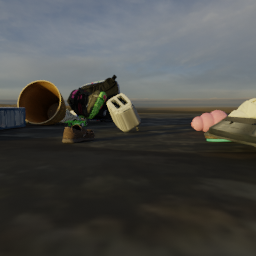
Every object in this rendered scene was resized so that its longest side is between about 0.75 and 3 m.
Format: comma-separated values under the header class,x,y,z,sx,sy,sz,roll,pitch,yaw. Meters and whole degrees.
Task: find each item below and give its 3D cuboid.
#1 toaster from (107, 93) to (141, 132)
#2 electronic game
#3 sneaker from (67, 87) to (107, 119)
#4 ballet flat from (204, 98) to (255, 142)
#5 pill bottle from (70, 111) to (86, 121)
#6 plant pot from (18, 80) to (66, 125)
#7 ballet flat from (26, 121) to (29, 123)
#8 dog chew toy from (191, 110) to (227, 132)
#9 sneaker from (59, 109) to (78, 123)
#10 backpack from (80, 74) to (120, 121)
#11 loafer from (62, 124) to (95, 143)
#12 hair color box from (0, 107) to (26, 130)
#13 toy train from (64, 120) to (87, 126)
class,x,y,z,sx,sy,sz,roll,pitch,yaw
toaster,-0.110,-0.392,7.115,0.611,0.694,1.075,-30,37,-6
electronic game,1.877,0.157,3.586,1.652,0.344,1.652,9,4,-1
sneaker,-1.823,-1.048,11.445,1.188,1.088,2.835,39,-23,-22
ballet flat,2.543,-0.150,5.084,2.326,0.850,0.850,0,4,0
pill bottle,-2.672,-0.714,15.271,1.106,0.620,0.620,1,4,37
plant pot,-3.062,-0.777,10.844,1.627,1.627,1.746,1,-11,8
ballet flat,-4.319,-0.333,12.031,0.306,0.293,0.869,15,11,24
dog chew toy,2.087,-0.143,7.178,0.919,0.572,0.572,-8,4,-5
sneaker,-2.698,-0.529,12.328,0.594,0.641,1.581,-1,5,-39
backpack,-1.439,-1.311,13.754,2.152,2.259,1.740,-5,-3,-4
loafer,-0.860,0.085,5.081,0.324,0.315,0.889,1,4,18
hair color box,-3.992,-0.277,8.024,1.080,0.654,2.160,1,4,11
toy train,-1.849,-0.151,9.833,0.962,0.201,0.271,3,16,34
